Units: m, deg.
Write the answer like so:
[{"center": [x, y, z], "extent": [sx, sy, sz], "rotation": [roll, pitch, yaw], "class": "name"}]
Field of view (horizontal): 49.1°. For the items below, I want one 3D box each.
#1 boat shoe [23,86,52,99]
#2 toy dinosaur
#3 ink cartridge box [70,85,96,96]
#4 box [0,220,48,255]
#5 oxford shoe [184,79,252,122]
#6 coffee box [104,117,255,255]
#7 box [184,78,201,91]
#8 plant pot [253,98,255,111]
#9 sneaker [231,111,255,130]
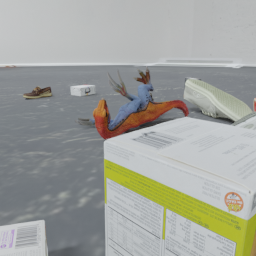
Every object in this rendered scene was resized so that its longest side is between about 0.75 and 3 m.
[{"center": [-3.792, -1.522, 11.755], "extent": [0.480, 0.479, 1.330], "rotation": [14, 21, 41], "class": "boat shoe"}, {"center": [0.211, -0.514, 6.856], "extent": [2.933, 1.540, 2.661], "rotation": [13, 36, 3], "class": "toy dinosaur"}, {"center": [-2.004, -1.687, 12.512], "extent": [0.682, 0.396, 0.924], "rotation": [12, 22, 37], "class": "ink cartridge box"}, {"center": [-0.615, 1.355, 1.355], "extent": [0.515, 0.481, 2.484], "rotation": [-5, 16, -17], "class": "box"}, {"center": [2.620, -0.684, 8.388], "extent": [1.011, 0.776, 2.689], "rotation": [-2, 29, -31], "class": "oxford shoe"}, {"center": [0.639, 0.676, 2.414], "extent": [1.230, 1.218, 1.232], "rotation": [-15, 21, -42], "class": "coffee box"}, {"center": [2.986, -1.958, 12.958], "extent": [0.209, 0.685, 0.864], "rotation": [-9, 17, -32], "class": "box"}, {"center": [3.907, -0.537, 7.637], "extent": [0.805, 0.910, 0.910], "rotation": [-5, 14, 15], "class": "plant pot"}, {"center": [1.195, 0.533, 3.517], "extent": [1.865, 0.927, 0.727], "rotation": [-29, -6, 10], "class": "sneaker"}]
